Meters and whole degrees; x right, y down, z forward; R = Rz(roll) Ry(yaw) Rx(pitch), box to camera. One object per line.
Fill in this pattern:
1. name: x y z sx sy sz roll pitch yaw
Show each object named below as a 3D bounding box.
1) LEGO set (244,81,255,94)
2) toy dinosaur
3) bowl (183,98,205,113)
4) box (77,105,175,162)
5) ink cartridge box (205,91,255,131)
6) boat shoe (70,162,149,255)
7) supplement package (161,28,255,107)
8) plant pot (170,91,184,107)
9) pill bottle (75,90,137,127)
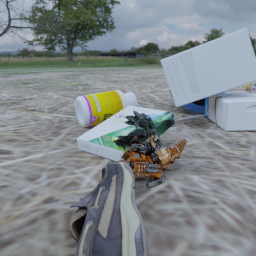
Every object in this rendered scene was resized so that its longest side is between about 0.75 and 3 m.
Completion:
1. LEGO set: 4.892 -1.608 10.761 0.547 0.676 1.470 36 27 9
2. toy dinosaur: 0.416 0.547 5.947 2.131 1.089 1.446 6 43 -52
3. bowl: 3.095 -1.718 12.097 2.228 2.228 0.437 -3 -23 -12
4. box: -0.010 0.074 7.553 1.634 0.411 2.264 12 35 38
5. ink cartridge box: 3.942 -0.673 10.044 1.736 1.011 2.401 -2 15 0
6. boat shoe: -0.330 1.121 3.716 0.906 0.920 2.471 -2 14 -6
7. supplement package: 2.786 -2.018 9.808 2.845 1.725 1.704 -18 5 12
8. plant pot: 3.205 -2.032 13.513 2.159 2.159 2.115 11 27 35
9. pill bottle: -0.734 -0.733 9.871 2.057 1.072 1.072 -13 19 -24
